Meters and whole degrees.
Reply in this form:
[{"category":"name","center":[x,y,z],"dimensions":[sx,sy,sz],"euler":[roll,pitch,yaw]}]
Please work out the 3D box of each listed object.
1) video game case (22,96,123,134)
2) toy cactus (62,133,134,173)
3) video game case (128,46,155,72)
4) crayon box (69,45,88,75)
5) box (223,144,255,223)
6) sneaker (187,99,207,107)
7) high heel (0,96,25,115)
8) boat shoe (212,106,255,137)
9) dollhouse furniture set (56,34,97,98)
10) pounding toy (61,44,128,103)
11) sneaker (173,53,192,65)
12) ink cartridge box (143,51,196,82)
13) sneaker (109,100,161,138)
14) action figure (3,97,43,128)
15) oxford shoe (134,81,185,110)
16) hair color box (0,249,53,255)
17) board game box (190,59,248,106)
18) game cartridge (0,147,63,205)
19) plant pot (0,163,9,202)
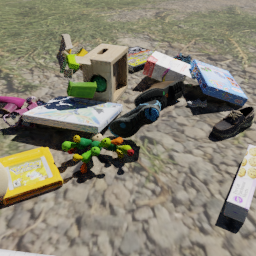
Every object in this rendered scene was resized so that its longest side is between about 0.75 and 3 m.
[{"category":"video game case","center":[-2.025,-0.626,10.957],"dimensions":[2.992,0.329,2.727],"euler":[9,23,14]},{"category":"toy cactus","center":[-0.979,0.635,9.204],"dimensions":[2.208,1.129,1.822],"euler":[-6,15,-4]},{"category":"video game case","center":[0.488,-4.199,16.771],"dimensions":[2.819,0.360,2.548],"euler":[-27,42,-36]},{"category":"crayon box","center":[-2.166,-2.951,12.250],"dimensions":[0.311,1.207,0.759],"euler":[39,61,-1]},{"category":"box","center":[3.442,1.477,8.101],"dimensions":[0.583,0.545,2.815],"euler":[19,38,26]},{"category":"sneaker","center":[2.997,-1.135,12.178],"dimensions":[0.886,0.363,0.331],"euler":[-2,34,-2]},{"category":"high heel","center":[-5.442,-1.188,11.965],"dimensions":[2.010,0.678,0.966],"euler":[25,49,10]},{"category":"boat shoe","center":[3.997,-0.338,10.613],"dimensions":[2.107,0.772,0.785],"euler":[-23,40,-30]},{"category":"dollhouse furniture set","center":[-2.145,-2.547,11.605],"dimensions":[1.071,1.386,2.773],"euler":[-1,53,-27]},{"category":"pounding toy","center":[-1.297,-2.465,12.293],"dimensions":[1.879,2.433,2.643],"euler":[11,35,17]},{"category":"sneaker","center":[2.891,-4.013,16.143],"dimensions":[1.541,0.736,0.611],"euler":[4,34,6]},{"category":"ink cartridge box","center":[2.177,-2.815,13.962],"dimensions":[2.507,0.846,1.460],"euler":[25,38,10]},{"category":"sneaker","center":[0.270,-0.296,9.880],"dimensions":[2.131,0.780,0.873],"euler":[-23,21,29]},{"category":"action figure","center":[-3.882,-0.601,11.184],"dimensions":[1.236,1.112,1.659],"euler":[-21,26,23]},{"category":"oxford shoe","center":[1.198,-1.397,12.214],"dimensions":[2.731,0.992,1.153],"euler":[-22,26,-36]},{"category":"hair color box","center":[-2.533,3.076,5.651],"dimensions":[2.014,0.617,1.022],"euler":[4,33,7]},{"category":"board game box","center":[4.103,-2.142,12.891],"dimensions":[2.010,0.486,2.657],"euler":[15,34,-14]},{"category":"game cartridge","center":[-3.050,1.332,8.547],"dimensions":[1.672,0.308,1.897],"euler":[-16,38,-23]},{"category":"plant pot","center":[-3.940,1.429,7.273],"dimensions":[1.326,1.975,1.975],"euler":[20,15,-44]}]
